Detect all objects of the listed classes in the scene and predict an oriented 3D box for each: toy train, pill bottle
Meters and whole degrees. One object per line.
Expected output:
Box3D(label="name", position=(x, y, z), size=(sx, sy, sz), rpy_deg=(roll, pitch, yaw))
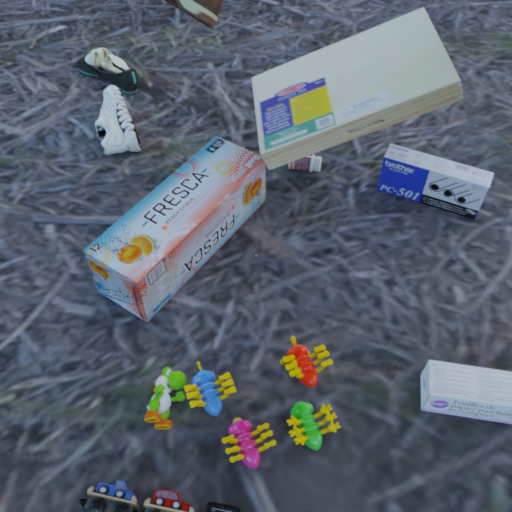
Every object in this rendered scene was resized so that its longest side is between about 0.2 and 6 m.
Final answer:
Box3D(label="toy train", position=(-1.135, 3.219, 7.075), size=(2.219, 0.379, 0.508), rpy_deg=(8, 47, 6))
Box3D(label="pill bottle", position=(0.990, -1.899, 11.338), size=(0.631, 0.360, 0.360), rpy_deg=(11, 51, 9))

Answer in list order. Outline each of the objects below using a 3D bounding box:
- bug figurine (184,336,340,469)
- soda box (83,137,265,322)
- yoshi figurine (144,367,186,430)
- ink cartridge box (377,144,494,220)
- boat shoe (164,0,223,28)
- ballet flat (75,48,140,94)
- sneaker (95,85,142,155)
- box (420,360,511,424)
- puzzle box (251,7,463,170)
Box3D(label="bug figurine", position=(0.131, 2.064, 7.927), size=(2.152, 0.554, 1.669), rpy_deg=(-12, 57, -15))
Box3D(label="soda box", position=(-1.257, -0.568, 9.736), size=(1.203, 1.118, 3.517), rpy_deg=(28, 55, 22))
Box3D(label="yoshi figurine", position=(-1.260, 1.996, 8.061), size=(0.504, 0.506, 0.901), rpy_deg=(15, 48, -8))
Box3D(label="ink cartridge box", position=(3.327, -1.398, 10.555), size=(1.943, 0.913, 0.430), rpy_deg=(20, 57, 16))
Box3D(label="boat shoe", position=(-1.281, -4.698, 9.759), size=(1.926, 0.712, 0.711), rpy_deg=(38, 17, 20))
Box3D(label="ballet flat", position=(-3.524, -4.528, 13.313), size=(1.991, 0.681, 0.677), rpy_deg=(28, 47, 21))
Box3D(label="sneaker", position=(-3.093, -2.926, 11.999), size=(0.830, 0.770, 2.049), rpy_deg=(-21, 52, -6))
Box3D(label="box", position=(3.829, 2.044, 7.927), size=(2.875, 0.556, 0.596), rpy_deg=(7, 50, 6))
Box3D(label="puzzle box", position=(1.547, -2.882, 9.595), size=(3.317, 0.422, 2.207), rpy_deg=(-17, 51, 16))
